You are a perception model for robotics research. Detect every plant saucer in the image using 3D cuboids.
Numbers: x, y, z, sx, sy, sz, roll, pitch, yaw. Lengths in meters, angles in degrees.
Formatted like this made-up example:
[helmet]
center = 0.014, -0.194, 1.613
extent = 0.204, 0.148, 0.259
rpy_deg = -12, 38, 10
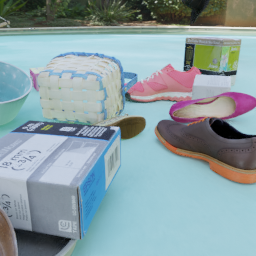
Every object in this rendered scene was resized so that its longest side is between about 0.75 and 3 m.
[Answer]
[plant saucer]
center = -1.708, 1.383, 2.381
extent = 1.707, 0.312, 1.707
rpy_deg = -5, 52, 7

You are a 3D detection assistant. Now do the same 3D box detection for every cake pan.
[cake pan]
center = -1.439, 1.261, 3.402
extent = 1.854, 0.340, 1.854
rpy_deg = 0, 21, 0

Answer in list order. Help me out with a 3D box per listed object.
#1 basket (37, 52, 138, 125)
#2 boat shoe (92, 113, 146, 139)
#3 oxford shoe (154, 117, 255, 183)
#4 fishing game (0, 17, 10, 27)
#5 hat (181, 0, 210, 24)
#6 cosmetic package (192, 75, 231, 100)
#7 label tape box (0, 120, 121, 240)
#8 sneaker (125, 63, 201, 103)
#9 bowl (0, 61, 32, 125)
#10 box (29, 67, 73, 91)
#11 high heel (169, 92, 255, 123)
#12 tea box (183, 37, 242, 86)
[basket]
center = -1.093, -1.128, 7.422
extent = 2.248, 1.774, 2.550
rpy_deg = 7, 31, 15
[boat shoe]
center = -0.311, -0.025, 6.341
extent = 1.532, 0.562, 0.480
rpy_deg = -12, 27, -26
[oxford shoe]
center = 1.484, 0.131, 5.478
extent = 0.884, 0.901, 2.484
rpy_deg = -17, 27, -36
[fishing game]
center = -2.892, -2.894, 4.905
extent = 0.383, 2.462, 1.763
rpy_deg = 0, 32, 22
[hat]
center = 1.971, -4.018, 8.018
extent = 0.756, 1.875, 1.875
rpy_deg = 21, 21, -6
[cosmetic package]
center = 2.447, -1.015, 8.270
extent = 1.032, 0.852, 0.851
rpy_deg = 7, 33, 17
[label tape box]
center = -1.418, 0.511, 3.861
extent = 2.320, 0.734, 1.673
rpy_deg = 4, 22, 12
[sneaker]
center = 1.070, -1.543, 9.273
extent = 2.792, 1.211, 1.029
rpy_deg = 0, 22, 1
[bowl]
center = -3.556, -0.793, 7.079
extent = 2.068, 1.081, 2.068
rpy_deg = 14, 36, -11
[box]
center = -3.044, -1.992, 11.102
extent = 1.433, 0.693, 1.260
rpy_deg = -12, 25, -25
[high heel]
center = 2.179, -0.512, 7.168
extent = 2.217, 0.747, 1.064
rpy_deg = 0, 11, 15
[tea box]
center = 3.356, -2.736, 11.420
extent = 1.246, 1.834, 1.865
rpy_deg = -15, 26, -33
